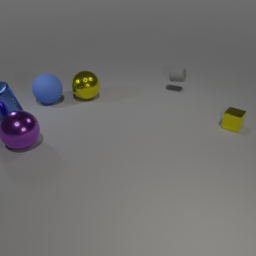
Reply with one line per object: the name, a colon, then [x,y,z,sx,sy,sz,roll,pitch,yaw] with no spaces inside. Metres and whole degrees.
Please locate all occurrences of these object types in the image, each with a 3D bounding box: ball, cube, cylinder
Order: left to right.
cylinder: [-5.144,-0.907,11.212,1.400,1.400,1.400,-11,39,9]
ball: [-3.884,0.066,10.032,1.400,1.400,1.400,0,30,0]
ball: [-3.813,-1.869,13.269,1.400,1.400,1.400,0,30,0]
ball: [-2.066,-2.094,13.689,1.400,1.400,1.400,0,30,0]
cylinder: [2.559,-2.730,14.369,0.700,0.700,0.700,8,30,28]
cube: [4.307,-0.349,11.411,0.700,0.700,0.700,21,36,30]
